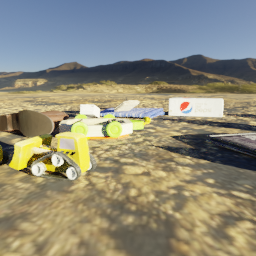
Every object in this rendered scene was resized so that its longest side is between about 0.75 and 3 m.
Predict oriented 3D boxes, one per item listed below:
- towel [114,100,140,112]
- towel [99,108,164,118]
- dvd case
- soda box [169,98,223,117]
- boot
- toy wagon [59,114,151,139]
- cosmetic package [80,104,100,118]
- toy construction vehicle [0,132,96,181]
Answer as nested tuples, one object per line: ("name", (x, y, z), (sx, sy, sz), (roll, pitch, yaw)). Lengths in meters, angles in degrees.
("towel", (-0.058, -0.969, 12.290), (0.723, 0.188, 1.091), (-32, -15, 35))
("towel", (0.027, -0.671, 13.210), (2.968, 0.354, 2.149), (2, 10, 25))
("dvd case", (3.303, 0.407, 6.320), (1.933, 0.208, 2.600), (-3, 9, -16))
("soda box", (3.204, -0.994, 13.271), (2.459, 0.838, 0.783), (3, 9, 17))
("boot", (-2.533, -0.229, 8.994), (2.271, 0.783, 2.436), (7, 6, 27))
("toy wagon", (-0.637, -0.057, 8.308), (2.674, 0.529, 2.075), (-1, 9, -8))
("cosmetic package", (-1.617, -0.714, 12.022), (0.607, 0.437, 1.077), (0, -5, 9))
("toy construction vehicle", (-2.175, 0.356, 4.206), (2.701, 0.951, 2.351), (4, 10, 22))
